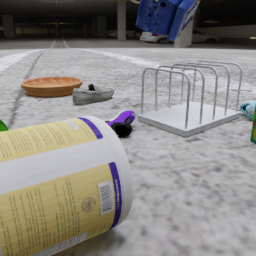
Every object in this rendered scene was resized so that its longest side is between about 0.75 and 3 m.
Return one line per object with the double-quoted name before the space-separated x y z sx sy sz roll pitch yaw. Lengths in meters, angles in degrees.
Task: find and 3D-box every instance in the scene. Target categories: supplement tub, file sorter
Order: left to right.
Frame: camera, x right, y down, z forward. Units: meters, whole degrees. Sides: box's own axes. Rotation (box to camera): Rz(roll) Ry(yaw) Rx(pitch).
"supplement tub" -1.305 0.835 3.645 2.345 1.705 1.705 -13 23 -31
"file sorter" 2.058 -1.141 9.119 2.930 1.825 2.033 -16 25 -37

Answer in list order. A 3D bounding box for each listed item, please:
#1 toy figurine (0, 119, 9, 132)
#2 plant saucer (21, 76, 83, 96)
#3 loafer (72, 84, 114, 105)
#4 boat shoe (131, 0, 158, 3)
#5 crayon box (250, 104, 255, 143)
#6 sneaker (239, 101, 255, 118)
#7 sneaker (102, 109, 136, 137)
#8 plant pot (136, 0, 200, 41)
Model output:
"toy figurine" -3.695 0.443 6.321 1.419 1.157 1.541 -4 39 33
"plant saucer" -3.637 -2.022 13.545 2.890 0.541 2.890 -1 20 0
"loafer" -1.400 -1.492 11.720 0.736 0.734 2.104 16 25 38
"boat shoe" 0.748 -4.617 9.369 0.821 0.934 2.625 -13 12 26
"crayon box" 4.295 -0.317 7.628 2.077 1.233 0.605 -12 22 -29
"sneaker" 4.295 -0.503 9.148 0.748 0.675 1.825 -5 9 -7
"sneaker" -0.135 -0.052 8.034 0.791 0.553 1.590 18 31 33
"plant pot" 1.281 -3.687 8.399 1.395 1.552 1.552 33 66 8
